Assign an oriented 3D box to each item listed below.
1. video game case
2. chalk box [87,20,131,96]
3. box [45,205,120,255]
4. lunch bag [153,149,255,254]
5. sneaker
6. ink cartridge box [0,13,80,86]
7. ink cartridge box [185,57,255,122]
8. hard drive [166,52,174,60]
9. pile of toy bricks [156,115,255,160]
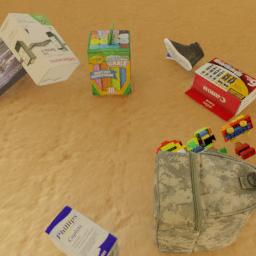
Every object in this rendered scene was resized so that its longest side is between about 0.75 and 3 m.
[{"bbox_3d":[-5.018,-2.424,10.711,2.090,0.278,2.926,-40,58,2],"label":"video game case"},{"bbox_3d":[-0.635,-2.516,9.891,1.475,2.379,1.485,-2,45,0],"label":"chalk box"},{"bbox_3d":[-0.977,2.620,6.361,1.438,1.322,0.754,26,57,19],"label":"box"},{"bbox_3d":[1.681,1.742,6.332,2.179,2.598,1.810,1,52,7],"label":"lunch bag"},{"bbox_3d":[2.288,-3.157,11.258,0.975,0.695,1.966,-33,54,-2],"label":"sneaker"},{"bbox_3d":[-3.028,-2.763,9.785,2.301,0.967,1.680,52,33,2],"label":"ink cartridge box"},{"bbox_3d":[3.355,-1.421,10.048,1.760,0.841,2.005,-36,60,-25],"label":"ink cartridge box"},{"bbox_3d":[2.148,-3.098,11.919,0.919,0.117,0.607,15,52,12],"label":"hard drive"},{"bbox_3d":[2.243,0.561,8.293,2.749,1.525,1.357,-27,25,-1],"label":"pile of toy bricks"}]
